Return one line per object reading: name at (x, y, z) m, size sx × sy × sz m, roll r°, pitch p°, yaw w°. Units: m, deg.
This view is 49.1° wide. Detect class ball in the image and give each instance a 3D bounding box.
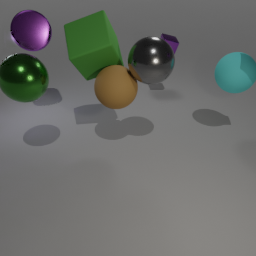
ball at (0.692, -1.998, 8.350) m, size 1.400 × 1.400 × 1.400 m, roll 0°, pitch 31°, yaw 0°
ball at (-0.382, -1.302, 8.982) m, size 1.400 × 1.400 × 1.400 m, roll 0°, pitch 31°, yaw 0°
ball at (-3.004, -1.433, 8.088) m, size 1.400 × 1.400 × 1.400 m, roll 0°, pitch 31°, yaw 0°
ball at (3.726, -1.904, 9.696) m, size 1.400 × 1.400 × 1.400 m, roll 0°, pitch 31°, yaw 0°

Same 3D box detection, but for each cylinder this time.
cylinder at (-3.656, -3.639, 10.522) m, size 1.400 × 1.400 × 1.400 m, roll -11°, pitch 21°, yaw -18°

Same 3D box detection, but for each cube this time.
cube at (1.782, -3.717, 12.561) m, size 0.700 × 0.700 × 0.700 m, roll 9°, pitch 39°, yaw -15°
cube at (-1.087, -2.644, 9.158) m, size 1.400 × 1.400 × 1.400 m, roll -17°, pitch 67°, yaw 10°
